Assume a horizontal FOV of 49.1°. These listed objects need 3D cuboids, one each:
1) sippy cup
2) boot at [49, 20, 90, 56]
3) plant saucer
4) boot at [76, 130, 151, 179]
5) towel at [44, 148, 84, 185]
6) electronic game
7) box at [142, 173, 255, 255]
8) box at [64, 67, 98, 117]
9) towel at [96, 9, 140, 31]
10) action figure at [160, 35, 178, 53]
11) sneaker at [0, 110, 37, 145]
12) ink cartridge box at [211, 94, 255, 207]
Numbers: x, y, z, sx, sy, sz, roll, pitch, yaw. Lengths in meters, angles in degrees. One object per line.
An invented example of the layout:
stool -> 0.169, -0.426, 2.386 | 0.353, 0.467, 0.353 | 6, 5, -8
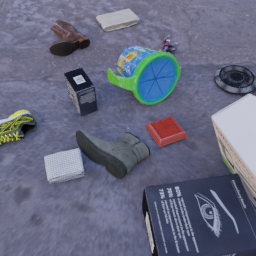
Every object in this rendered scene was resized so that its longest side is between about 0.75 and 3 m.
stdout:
sippy cup -> 0.558, -2.076, 10.157 | 1.946, 2.478, 1.816 | -56, 47, 10
boot -> -3.045, -4.116, 12.514 | 2.004, 0.691, 2.150 | -23, 55, -34
plant saucer -> 1.260, 0.041, 9.197 | 1.073, 0.197, 1.075 | -18, 46, -14
boot -> -0.468, 0.547, 8.655 | 2.146, 0.727, 1.402 | 35, 50, 21
towel -> -1.842, 1.125, 8.213 | 1.084, 0.464, 0.897 | -15, 50, -10
electronic game -> 4.173, -1.893, 10.851 | 1.609, 0.335, 1.609 | -2, 52, 2
box -> 1.685, 2.292, 6.650 | 2.443, 1.274, 1.807 | -6, 50, -5
box -> -1.623, -1.261, 9.768 | 0.722, 1.162, 1.171 | -22, 53, -18
towel -> -0.503, -5.339, 13.826 | 1.922, 0.331, 1.273 | -18, 50, -14
action figure -> 1.760, -3.613, 12.339 | 0.685, 0.761, 1.023 | 34, 25, -28
sneaker -> -3.774, 0.115, 8.892 | 0.811, 0.714, 1.916 | 34, 57, 25
ink cartridge box -> 3.179, 0.740, 6.942 | 1.122, 2.670, 1.948 | -31, 52, 6
